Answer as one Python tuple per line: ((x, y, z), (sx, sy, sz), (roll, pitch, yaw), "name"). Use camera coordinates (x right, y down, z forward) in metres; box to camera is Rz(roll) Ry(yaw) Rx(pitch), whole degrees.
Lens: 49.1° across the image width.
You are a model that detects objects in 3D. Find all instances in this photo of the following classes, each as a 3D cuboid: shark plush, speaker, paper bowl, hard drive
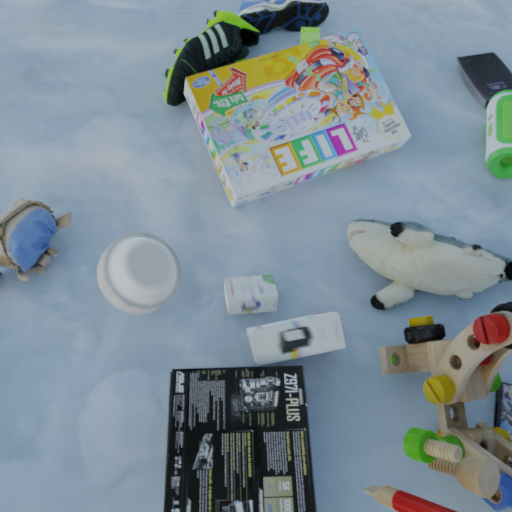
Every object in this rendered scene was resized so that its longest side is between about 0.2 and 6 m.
((3.310, -0.129, 9.469), (3.435, 1.560, 1.431), (-3, 25, 4), "shark plush")
((5.025, -2.453, 11.206), (0.831, 0.831, 1.878), (11, 56, 8), "speaker")
((-1.791, 0.237, 8.806), (1.277, 0.664, 1.277), (12, 66, -29), "paper bowl")
((5.167, -3.914, 12.485), (1.040, 0.326, 1.542), (-11, 56, -7), "hard drive")

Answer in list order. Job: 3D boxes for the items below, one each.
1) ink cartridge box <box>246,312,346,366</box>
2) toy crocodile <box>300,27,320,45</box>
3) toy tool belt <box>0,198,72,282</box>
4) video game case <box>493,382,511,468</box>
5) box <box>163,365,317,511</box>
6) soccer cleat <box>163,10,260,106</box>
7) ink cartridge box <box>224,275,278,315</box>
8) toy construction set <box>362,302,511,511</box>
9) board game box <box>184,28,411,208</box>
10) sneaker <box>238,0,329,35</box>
((0.568, 1.234, 8.447), (1.313, 0.957, 0.544), (-11, 86, -5), "ink cartridge box")
((1.116, -3.795, 11.906), (0.794, 0.726, 2.351), (6, 81, 0), "toy crocodile")
((-3.933, -0.132, 9.459), (1.082, 1.099, 1.760), (11, 57, 17), "toy tool belt")
((4.173, 2.591, 8.127), (1.376, 0.175, 1.243), (14, 57, 9), "video game case")
((-0.223, 2.735, 7.521), (1.898, 0.998, 2.318), (-2, 56, -2), "box")
((-0.942, -4.347, 12.397), (1.288, 1.073, 3.177), (26, 58, 5), "soccer cleat")
((-0.098, 0.631, 9.221), (0.819, 0.359, 0.595), (-3, 33, -10), "ink cartridge box")
((2.515, 2.113, 7.507), (3.154, 2.424, 2.631), (-30, 102, -32), "toy construction set")
((0.809, -2.752, 10.940), (3.761, 0.644, 2.528), (-21, 82, -14), "board game box")
((0.646, -5.999, 13.590), (2.262, 0.857, 0.871), (-4, 59, -5), "sneaker")
